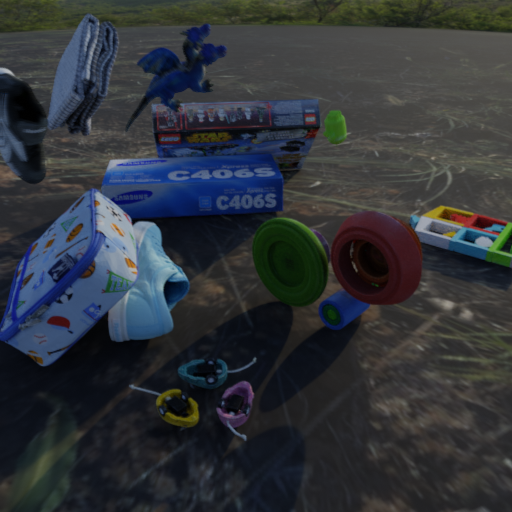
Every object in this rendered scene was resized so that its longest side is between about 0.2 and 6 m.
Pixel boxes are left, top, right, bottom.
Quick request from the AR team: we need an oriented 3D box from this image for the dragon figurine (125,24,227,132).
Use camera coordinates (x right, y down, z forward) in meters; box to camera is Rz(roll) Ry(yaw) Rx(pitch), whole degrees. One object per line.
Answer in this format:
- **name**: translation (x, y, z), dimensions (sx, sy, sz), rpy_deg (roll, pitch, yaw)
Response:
- **dragon figurine**: translation (-1.734, -3.441, 10.798), dimensions (2.797, 0.823, 1.391), rpy_deg (-21, -13, 18)

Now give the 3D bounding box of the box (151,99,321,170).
- **box**: translation (-0.577, -3.069, 14.740), dimensions (4.086, 0.815, 2.798), rpy_deg (-3, -12, -7)

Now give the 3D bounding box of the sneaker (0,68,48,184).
- **sneaker**: translation (-3.829, -2.042, 9.278), dimensions (0.902, 1.993, 0.662), rpy_deg (22, 41, 33)

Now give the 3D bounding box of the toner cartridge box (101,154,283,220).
- **toner cartridge box**: translation (-1.546, -1.760, 13.890), dimensions (4.212, 0.909, 2.001), rpy_deg (-4, 26, -7)

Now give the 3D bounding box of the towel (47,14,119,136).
- **towel**: translation (-3.610, -3.726, 11.828), dimensions (0.879, 2.055, 1.701), rpy_deg (16, -26, -33)

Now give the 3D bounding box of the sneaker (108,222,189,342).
- **sneaker**: translation (-1.760, 0.427, 9.926), dimensions (1.207, 1.089, 2.947), rpy_deg (2, 39, -3)

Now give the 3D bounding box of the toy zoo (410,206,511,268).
- **toy zoo**: translation (4.621, -0.520, 12.334), dimensions (2.557, 0.262, 1.677), rpy_deg (20, 35, 31)

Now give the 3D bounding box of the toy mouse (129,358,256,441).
- **toy mouse**: translation (-0.558, 1.927, 7.809), dimensions (1.805, 0.349, 1.604), rpy_deg (23, 37, 35)

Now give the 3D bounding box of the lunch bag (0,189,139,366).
- **lunch bag**: translation (-3.095, 0.298, 9.156), dimensions (2.383, 1.124, 2.974), rpy_deg (-40, 29, 9)

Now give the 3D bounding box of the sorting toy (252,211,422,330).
- **sorting toy**: translation (1.520, 0.102, 9.551), dimensions (3.234, 1.943, 1.327), rpy_deg (3, 22, 46)

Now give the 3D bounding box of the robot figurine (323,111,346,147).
- **robot figurine**: translation (1.843, -2.945, 12.975), dimensions (0.460, 0.796, 0.698), rpy_deg (6, 42, 28)
